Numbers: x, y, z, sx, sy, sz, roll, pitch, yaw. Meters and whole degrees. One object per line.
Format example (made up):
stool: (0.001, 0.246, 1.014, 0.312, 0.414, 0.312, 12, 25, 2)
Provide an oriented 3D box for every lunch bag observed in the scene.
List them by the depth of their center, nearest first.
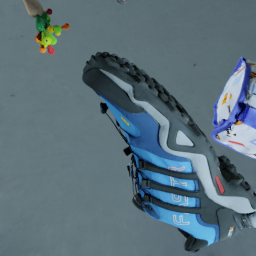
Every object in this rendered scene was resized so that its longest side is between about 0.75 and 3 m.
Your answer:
lunch bag: (2.335, -0.111, 4.298, 1.864, 1.358, 2.193, 24, 22, 7)

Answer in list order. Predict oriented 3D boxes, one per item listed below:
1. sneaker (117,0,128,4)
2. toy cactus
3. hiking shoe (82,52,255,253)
sneaker: (-0.442, -3.016, 5.102, 0.632, 1.579, 0.582, -17, 19, 23)
toy cactus: (-1.891, -2.427, 6.309, 0.765, 1.234, 1.496, -15, 44, 11)
hiking shoe: (0.369, 0.427, 3.073, 1.184, 2.731, 1.016, -40, 14, 13)
